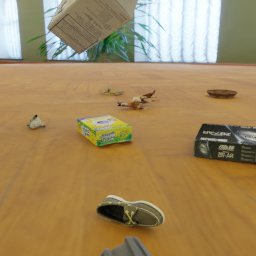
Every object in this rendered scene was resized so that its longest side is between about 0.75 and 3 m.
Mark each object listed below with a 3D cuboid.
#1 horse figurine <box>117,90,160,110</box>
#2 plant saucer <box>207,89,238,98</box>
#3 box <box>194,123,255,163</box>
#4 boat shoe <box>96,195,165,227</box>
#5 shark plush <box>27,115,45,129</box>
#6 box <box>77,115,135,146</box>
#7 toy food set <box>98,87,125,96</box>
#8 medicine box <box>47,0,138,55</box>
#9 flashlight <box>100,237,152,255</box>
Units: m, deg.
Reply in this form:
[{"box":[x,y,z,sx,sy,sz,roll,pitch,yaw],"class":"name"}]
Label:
[{"box":[0.508,-1.059,11.136,1.223,0.461,1.845,1,23,26],"class":"horse figurine"},{"box":[4.572,-1.660,13.674,1.459,0.267,1.459,-1,15,0],"class":"plant saucer"},{"box":[2.546,0.323,6.405,1.867,0.406,1.496,5,17,22],"class":"box"},{"box":[0.011,1.151,3.748,0.978,0.350,0.292,4,15,34],"class":"boat shoe"},{"box":[-2.919,-0.204,8.530,0.411,0.449,0.988,-39,36,-16],"class":"shark plush"},{"box":[-0.622,0.049,7.459,1.022,0.421,1.742,-9,20,-27],"class":"box"},{"box":[-0.833,-1.907,14.386,1.124,0.339,0.806,11,19,33],"class":"toy food set"},{"box":[-0.719,-3.137,6.758,2.095,1.908,1.078,-15,-40,45],"class":"medicine box"},{"box":[0.398,1.519,1.512,0.776,0.778,2.291,-28,27,-13],"class":"flashlight"}]
